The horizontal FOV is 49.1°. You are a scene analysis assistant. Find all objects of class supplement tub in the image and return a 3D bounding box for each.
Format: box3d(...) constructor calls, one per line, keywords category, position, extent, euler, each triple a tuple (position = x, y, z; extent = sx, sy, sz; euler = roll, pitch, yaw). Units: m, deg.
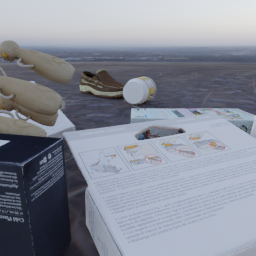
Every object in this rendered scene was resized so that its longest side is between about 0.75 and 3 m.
box3d(category="supplement tub", position=(0.420, -1.360, 10.147), extent=(0.915, 0.915, 1.265), euler=(7, 17, 23))

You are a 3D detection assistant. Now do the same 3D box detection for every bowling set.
box3d(category="bowling set", position=(-1.726, -0.137, 4.144), extent=(1.214, 1.573, 2.261), euler=(21, 33, -12))

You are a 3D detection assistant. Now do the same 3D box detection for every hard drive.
box3d(category="hard drive", position=(-2.163, -0.275, 5.841), extent=(1.306, 0.251, 1.979), euler=(-24, 48, -30))

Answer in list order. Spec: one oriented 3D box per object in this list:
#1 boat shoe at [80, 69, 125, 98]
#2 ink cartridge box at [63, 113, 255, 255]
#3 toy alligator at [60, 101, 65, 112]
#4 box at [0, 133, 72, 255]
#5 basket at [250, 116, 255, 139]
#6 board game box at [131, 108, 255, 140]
box3d(category="boat shoe", position=(-1.111, -1.949, 11.883), extent=(2.963, 1.096, 1.094), euler=(14, 21, 41))
box3d(category="ink cartridge box", position=(0.723, 0.602, 3.202), extent=(2.496, 0.558, 2.199), euler=(-8, 28, -23))
box3d(category="toy alligator", position=(-2.653, -0.500, 7.592), extent=(2.754, 0.817, 0.747), euler=(8, -23, 26))
box3d(category="box", position=(-1.255, 0.672, 2.598), extent=(1.247, 1.135, 0.649), euler=(4, 17, 14))
box3d(category="basket", position=(2.429, 0.295, 4.238), extent=(1.012, 1.003, 0.814), euler=(-12, 24, -39))
box3d(category="board game box", position=(1.206, 0.056, 5.260), extent=(2.316, 0.744, 1.709), euler=(0, 11, 2))
